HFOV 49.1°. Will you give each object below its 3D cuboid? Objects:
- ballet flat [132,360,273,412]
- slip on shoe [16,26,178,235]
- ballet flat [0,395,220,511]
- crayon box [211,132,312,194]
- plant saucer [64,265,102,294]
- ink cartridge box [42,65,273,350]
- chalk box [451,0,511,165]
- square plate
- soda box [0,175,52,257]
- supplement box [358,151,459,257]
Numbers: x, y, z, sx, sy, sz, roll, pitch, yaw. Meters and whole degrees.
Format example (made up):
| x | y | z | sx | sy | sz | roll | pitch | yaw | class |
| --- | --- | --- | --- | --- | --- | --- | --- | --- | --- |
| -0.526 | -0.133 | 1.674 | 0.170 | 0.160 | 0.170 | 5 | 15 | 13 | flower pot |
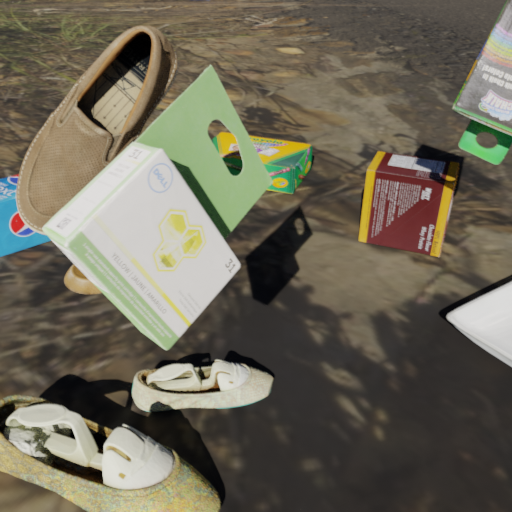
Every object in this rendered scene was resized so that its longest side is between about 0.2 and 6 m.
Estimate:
| x | y | z | sx | sy | sz | roll | pitch | yaw | class |
| --- | --- | --- | --- | --- | --- | --- | --- | --- | --- |
| -0.613 | 1.520 | 6.684 | 1.726 | 0.538 | 0.582 | -6 | 33 | -10 | ballet flat |
| -1.723 | -1.309 | 5.909 | 0.958 | 2.520 | 0.763 | 40 | 3 | -6 | slip on shoe |
| -1.604 | 2.002 | 5.599 | 2.615 | 0.924 | 0.924 | 12 | 34 | 17 | ballet flat |
| -0.025 | -2.042 | 12.134 | 2.205 | 0.642 | 1.310 | 11 | 34 | 17 | crayon box |
| -2.568 | 0.244 | 9.008 | 1.031 | 0.182 | 1.031 | 0 | 32 | 0 | plant saucer |
| -0.432 | -0.305 | 3.593 | 0.363 | 1.101 | 1.513 | 24 | 65 | 42 | ink cartridge box |
| 2.949 | -1.914 | 6.357 | 1.053 | 1.692 | 1.047 | 29 | 25 | 14 | chalk box |
| 4.742 | 1.202 | 7.258 | 3.194 | 0.459 | 3.225 | -19 | 37 | -27 | square plate |
| -3.764 | -0.940 | 10.069 | 2.998 | 1.017 | 0.962 | -23 | 39 | -31 | soda box |
| 2.625 | -0.910 | 9.676 | 1.406 | 1.387 | 0.934 | 12 | 33 | 19 | supplement box |
